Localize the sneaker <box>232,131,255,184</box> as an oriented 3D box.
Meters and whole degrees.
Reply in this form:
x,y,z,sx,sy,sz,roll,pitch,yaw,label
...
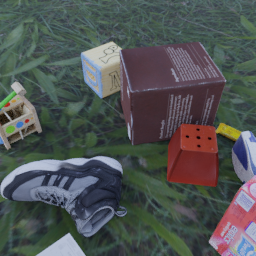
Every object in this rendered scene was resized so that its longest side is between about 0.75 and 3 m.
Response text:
x,y,z,sx,sy,sz,roll,pitch,yaw,label
3.752,1.228,7.245,1.376,0.963,2.383,-5,54,-10,sneaker

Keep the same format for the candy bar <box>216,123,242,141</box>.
x,y,z,sx,sy,sz,roll,pitch,yaw,label
3.554,0.398,8.419,1.894,0.210,0.472,31,58,25,candy bar

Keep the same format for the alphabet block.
x,y,z,sx,sy,sz,roll,pitch,yaw,label
-0.747,-2.081,9.989,1.328,1.304,1.297,-27,54,-23,alphabet block

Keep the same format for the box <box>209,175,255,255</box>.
x,y,z,sx,sy,sz,roll,pitch,yaw,label
2.670,1.912,5.441,1.173,2.478,1.271,-28,53,-24,box

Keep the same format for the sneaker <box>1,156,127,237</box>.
x,y,z,sx,sy,sz,roll,pitch,yaw,label
-1.492,1.658,6.590,2.988,1.127,1.700,-7,45,-9,sneaker

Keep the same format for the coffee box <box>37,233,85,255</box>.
x,y,z,sx,sy,sz,roll,pitch,yaw,label
-1.274,2.852,5.694,0.839,0.829,0.837,-31,54,-26,coffee box

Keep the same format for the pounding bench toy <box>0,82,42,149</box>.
x,y,z,sx,sy,sz,roll,pitch,yaw,label
-3.510,-0.423,8.195,1.293,1.658,1.030,-32,54,-27,pounding bench toy

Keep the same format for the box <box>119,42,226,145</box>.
x,y,z,sx,sy,sz,roll,pitch,yaw,label
1.159,-1.071,8.477,2.567,2.130,2.108,-7,47,-7,box

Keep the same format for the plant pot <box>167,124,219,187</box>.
x,y,z,sx,sy,sz,roll,pitch,yaw,label
1.804,0.633,7.537,1.341,1.182,1.340,6,48,5,plant pot
